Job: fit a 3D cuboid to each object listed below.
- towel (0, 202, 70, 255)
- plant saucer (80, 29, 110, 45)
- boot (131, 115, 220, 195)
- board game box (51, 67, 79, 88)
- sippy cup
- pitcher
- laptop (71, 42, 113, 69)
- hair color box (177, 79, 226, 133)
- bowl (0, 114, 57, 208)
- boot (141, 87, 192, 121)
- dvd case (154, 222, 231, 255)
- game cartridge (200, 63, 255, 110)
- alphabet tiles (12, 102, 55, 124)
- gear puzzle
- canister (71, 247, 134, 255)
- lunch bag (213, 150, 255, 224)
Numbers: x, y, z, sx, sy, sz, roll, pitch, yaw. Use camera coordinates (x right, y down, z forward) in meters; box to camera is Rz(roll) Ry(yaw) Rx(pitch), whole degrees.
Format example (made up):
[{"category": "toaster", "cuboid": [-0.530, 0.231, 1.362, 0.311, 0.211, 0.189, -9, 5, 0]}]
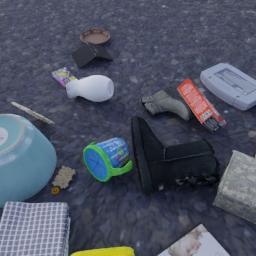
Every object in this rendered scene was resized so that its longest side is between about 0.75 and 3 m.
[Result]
[{"category": "towel", "cuboid": [-2.353, 2.770, 6.894, 1.710, 0.884, 2.066, -2, 46, -3]}, {"category": "plant saucer", "cuboid": [-1.678, -4.616, 14.369, 1.529, 0.263, 1.529, 0, 45, 0]}, {"category": "boot", "cuboid": [1.384, 0.713, 8.738, 2.356, 1.064, 2.876, -8, 54, -5]}, {"category": "board game box", "cuboid": [-2.726, -2.199, 12.136, 0.711, 0.191, 1.185, -26, 51, -28]}, {"category": "sippy cup", "cuboid": [-0.577, 0.871, 8.621, 1.118, 1.198, 1.525, -29, 74, -37]}, {"category": "pitcher", "cuboid": [-1.386, -1.675, 11.152, 1.678, 1.017, 1.440, 4, 36, 19]}, {"category": "laptop", "cuboid": [-1.720, -3.381, 13.322, 1.488, 0.862, 1.393, 5, 39, -36]}, {"category": "hair color box", "cuboid": [2.643, -0.822, 10.167, 0.603, 1.000, 1.969, -41, 47, 20]}, {"category": "bowl", "cuboid": [-3.766, 0.693, 8.426, 2.965, 1.551, 2.965, 1, 46, -1]}, {"category": "boot", "cuboid": [1.364, -0.702, 10.475, 1.295, 0.671, 1.983, -25, 44, -14]}, {"category": "dvd case", "cuboid": [1.502, 3.420, 6.760, 2.097, 0.184, 1.496, -26, 52, -23]}, {"category": "game cartridge", "cuboid": [4.287, -1.739, 11.497, 1.694, 0.528, 2.543, -28, 52, -19]}, {"category": "alphabet tiles", "cuboid": [-3.288, -0.493, 9.693, 1.430, 1.462, 0.107, 23, 81, 20]}, {"category": "gear puzzle", "cuboid": [-1.997, 1.625, 8.531, 0.508, 0.128, 0.981, 16, 51, 12]}, {"category": "canister", "cuboid": [-0.503, 3.764, 5.964, 1.515, 0.883, 2.039, -4, 48, -4]}, {"category": "lunch bag", "cuboid": [3.419, 1.585, 7.919, 1.466, 1.051, 1.787, 22, 55, 20]}]
